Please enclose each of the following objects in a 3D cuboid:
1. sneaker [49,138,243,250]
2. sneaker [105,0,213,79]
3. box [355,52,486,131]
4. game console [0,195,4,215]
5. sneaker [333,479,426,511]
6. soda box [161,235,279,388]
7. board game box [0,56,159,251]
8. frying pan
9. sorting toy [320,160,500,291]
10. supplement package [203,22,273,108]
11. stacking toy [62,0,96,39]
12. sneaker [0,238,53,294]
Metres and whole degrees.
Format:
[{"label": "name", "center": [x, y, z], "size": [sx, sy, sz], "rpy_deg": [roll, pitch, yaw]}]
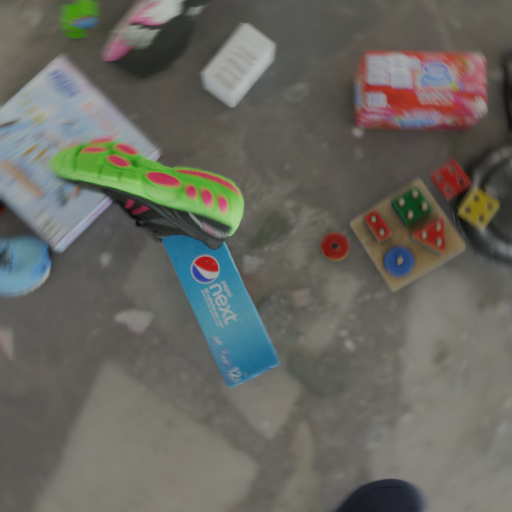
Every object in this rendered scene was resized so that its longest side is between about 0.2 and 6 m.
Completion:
[{"label": "sneaker", "center": [-1.825, -0.885, 8.858], "size": [3.197, 1.339, 1.227], "rpy_deg": [21, 38, 6]}, {"label": "sneaker", "center": [-1.674, -4.630, 10.375], "size": [2.982, 1.198, 1.288], "rpy_deg": [-44, 46, 6]}, {"label": "box", "center": [2.907, -2.937, 10.087], "size": [2.127, 1.015, 1.060], "rpy_deg": [1, 83, 0]}, {"label": "game console", "center": [-5.138, -1.227, 10.196], "size": [1.001, 0.176, 1.132], "rpy_deg": [-5, 79, -13]}, {"label": "sneaker", "center": [1.698, 4.433, 8.996], "size": [2.447, 1.006, 0.905], "rpy_deg": [-39, 44, 14]}, {"label": "soda box", "center": [-0.618, 0.746, 9.676], "size": [0.964, 0.912, 2.841], "rpy_deg": [-25, 84, -2]}, {"label": "board game box", "center": [-3.521, -1.846, 10.091], "size": [2.506, 0.516, 2.500], "rpy_deg": [45, 83, 2]}, {"label": "frying pan", "center": [5.113, -1.667, 10.180], "size": [2.415, 0.650, 3.993], "rpy_deg": [23, 87, 4]}, {"label": "sorting toy", "center": [2.722, -0.437, 9.767], "size": [3.051, 0.516, 1.471], "rpy_deg": [-32, 81, 5]}, {"label": "supplement package", "center": [-0.331, -3.494, 10.319], "size": [0.673, 0.699, 1.229], "rpy_deg": [38, 84, 3]}, {"label": "stacking toy", "center": [-2.083, -5.972, 10.085], "size": [4.041, 0.949, 3.046], "rpy_deg": [-14, 78, 26]}, {"label": "sneaker", "center": [-4.768, 0.214, 9.642], "size": [2.475, 1.113, 0.970], "rpy_deg": [-10, 83, -1]}]
